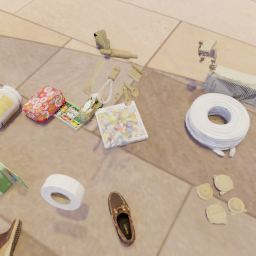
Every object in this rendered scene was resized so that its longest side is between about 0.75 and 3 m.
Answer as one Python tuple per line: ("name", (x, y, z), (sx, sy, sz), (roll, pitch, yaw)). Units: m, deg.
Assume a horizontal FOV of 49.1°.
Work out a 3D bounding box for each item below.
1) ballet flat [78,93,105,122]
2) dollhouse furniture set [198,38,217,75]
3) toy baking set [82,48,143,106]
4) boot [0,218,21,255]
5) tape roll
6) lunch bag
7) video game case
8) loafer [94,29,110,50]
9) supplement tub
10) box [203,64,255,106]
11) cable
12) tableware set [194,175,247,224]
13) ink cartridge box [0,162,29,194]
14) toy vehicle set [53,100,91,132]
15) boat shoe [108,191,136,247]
("ballet flat", (-1.498, -1.034, 11.735), (0.663, 0.663, 1.876), (20, 50, 13))
("dollhouse furniture set", (3.111, -2.838, 11.254), (0.754, 1.455, 0.644), (26, 71, 31))
("toy baking set", (-0.320, -1.467, 8.000), (2.115, 0.246, 1.623), (1, 89, -40))
("boot", (-4.145, 3.505, 8.834), (1.202, 0.523, 1.445), (8, 59, 4))
("tape roll", (-1.793, 1.793, 7.772), (1.166, 1.166, 0.408), (12, 45, 8))
("lunch bag", (-3.602, -1.050, 11.771), (1.420, 0.661, 1.613), (21, 57, 33))
("video game case", (-0.315, -0.167, 11.513), (1.773, 0.223, 1.948), (-14, 57, -9))
("loafer", (-1.293, -4.256, 14.048), (0.636, 0.718, 1.887), (-13, 47, -8))
("supplement tub", (-5.211, -0.872, 11.440), (1.139, 1.139, 1.567), (23, 58, 15))
("box", (4.636, -1.893, 12.237), (2.428, 0.997, 0.830), (20, 58, 15))
("cable", (3.556, -0.308, 11.224), (2.450, 0.848, 2.450), (29, 61, 18))
("tableware set", (3.203, 2.454, 9.758), (1.426, 0.198, 1.707), (-15, 58, -8))
("ink cartridge box", (-4.699, 1.539, 9.741), (2.390, 1.241, 0.709), (30, 61, 19))
("toy vehicle set", (-2.378, -0.536, 11.785), (1.442, 0.191, 0.896), (32, 61, 20))
("boat shoe", (-0.197, 2.887, 9.187), (0.663, 0.662, 1.882), (-19, 57, -12))
